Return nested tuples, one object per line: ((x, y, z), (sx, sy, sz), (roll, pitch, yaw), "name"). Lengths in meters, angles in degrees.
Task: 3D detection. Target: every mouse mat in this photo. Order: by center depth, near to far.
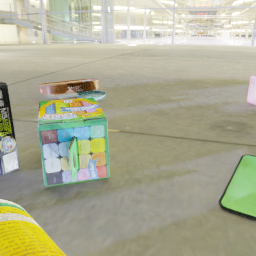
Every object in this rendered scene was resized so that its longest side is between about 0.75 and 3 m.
((3.131, 1.230, 5.607), (2.066, 0.097, 2.568), (12, 25, 29), "mouse mat")

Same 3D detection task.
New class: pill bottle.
((-1.018, 1.715, 2.537), (1.312, 1.312, 2.326), (-18, 28, -39), "pill bottle")

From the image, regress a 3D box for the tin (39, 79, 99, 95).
((-2.750, -1.971, 13.315), (2.800, 0.586, 1.568), (-11, 20, -23), "tin")

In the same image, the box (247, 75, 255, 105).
((5.785, -1.389, 11.037), (1.007, 1.182, 1.848), (-7, 22, -18), "box")

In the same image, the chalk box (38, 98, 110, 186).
((-1.200, 0.299, 6.213), (1.409, 1.419, 2.273), (-6, 23, -15), "chalk box")

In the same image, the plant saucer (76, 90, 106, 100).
((-1.662, -1.484, 12.730), (1.337, 0.183, 1.337), (0, 21, 0), "plant saucer")

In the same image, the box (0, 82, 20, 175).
((-3.234, -0.109, 6.408), (1.617, 2.018, 0.447), (15, 25, 36), "box")
